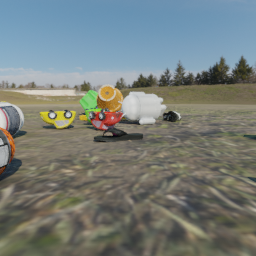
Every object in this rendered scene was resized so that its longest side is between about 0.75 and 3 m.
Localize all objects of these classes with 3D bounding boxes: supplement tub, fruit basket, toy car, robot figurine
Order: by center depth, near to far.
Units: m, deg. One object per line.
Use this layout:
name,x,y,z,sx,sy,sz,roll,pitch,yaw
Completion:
supplement tub,-1.933,0.338,3.263,0.802,0.802,1.309,1,6,5
supplement tub,-3.353,-0.176,7.196,0.969,0.969,1.381,0,6,2
toy car,-1.372,-0.365,10.343,2.952,0.658,2.778,2,7,14
robot figurine,0.571,-0.841,11.601,1.965,1.666,1.110,-5,-36,-24
fruit basket,-1.764,-1.370,17.818,2.358,1.701,2.358,43,6,-5

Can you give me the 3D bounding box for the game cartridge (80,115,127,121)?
game cartridge,-1.168,-0.521,13.630,1.814,0.294,1.599,6,8,36

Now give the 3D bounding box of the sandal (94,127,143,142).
sandal,-0.251,0.145,7.237,1.384,0.331,0.520,-4,7,-30

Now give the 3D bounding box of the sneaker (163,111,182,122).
sneaker,2.240,-0.567,13.001,0.783,0.513,1.360,-4,5,-17

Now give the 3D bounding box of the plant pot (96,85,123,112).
plant pot,-0.935,-1.497,13.666,1.350,1.350,1.236,0,-15,3

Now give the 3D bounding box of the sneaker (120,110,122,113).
sneaker,-0.123,-0.848,14.950,1.096,0.697,1.922,-6,8,-22
